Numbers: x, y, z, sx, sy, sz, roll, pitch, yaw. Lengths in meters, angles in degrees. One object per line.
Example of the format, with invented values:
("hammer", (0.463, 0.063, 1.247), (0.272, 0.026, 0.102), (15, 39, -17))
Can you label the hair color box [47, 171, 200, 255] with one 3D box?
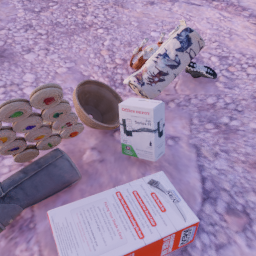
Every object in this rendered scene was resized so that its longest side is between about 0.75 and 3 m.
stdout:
("hair color box", (-0.098, 1.921, 5.425), (2.539, 0.812, 1.408), (-16, 42, -19))

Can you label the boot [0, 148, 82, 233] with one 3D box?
("boot", (-2.451, 1.058, 6.355), (2.154, 0.782, 1.958), (-39, 77, -26))

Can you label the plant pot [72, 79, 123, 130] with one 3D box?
("plant pot", (-0.900, -0.531, 7.937), (1.624, 0.749, 1.624), (22, 46, -25))

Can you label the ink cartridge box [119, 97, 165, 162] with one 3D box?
("ink cartridge box", (0.353, 0.017, 6.906), (1.013, 1.382, 0.574), (10, 25, 31))

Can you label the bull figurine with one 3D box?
("bull figurine", (1.026, -2.842, 10.333), (2.159, 1.311, 0.703), (-31, 76, -20))

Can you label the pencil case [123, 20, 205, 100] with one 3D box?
("pencil case", (1.097, -2.004, 8.668), (2.634, 1.178, 1.025), (-46, 21, 0))

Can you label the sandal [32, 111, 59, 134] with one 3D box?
("sandal", (-2.359, -0.313, 7.785), (1.811, 0.596, 0.664), (20, 35, 6))

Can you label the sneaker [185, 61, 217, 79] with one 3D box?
("sneaker", (2.526, -1.947, 9.815), (1.170, 0.529, 0.389), (21, 63, -1))

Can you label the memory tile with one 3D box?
("memory tile", (-2.053, 0.038, 6.141), (1.966, 2.565, 0.215), (-25, 70, -5))
